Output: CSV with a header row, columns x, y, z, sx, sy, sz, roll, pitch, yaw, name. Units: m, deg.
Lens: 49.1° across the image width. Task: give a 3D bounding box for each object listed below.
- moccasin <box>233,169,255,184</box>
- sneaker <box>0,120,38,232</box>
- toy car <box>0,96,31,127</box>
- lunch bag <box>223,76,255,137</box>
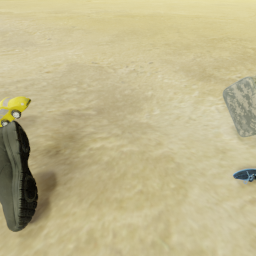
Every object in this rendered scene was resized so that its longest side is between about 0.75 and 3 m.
x,y,z,sx,sy,sz,roll,pitch,yaw,name
2.798,1.092,6.387,0.799,0.322,0.273,-5,56,-12,moccasin
-2.416,0.960,5.535,1.008,0.843,2.220,-16,63,-3,sneaker
-3.551,-0.059,7.229,2.381,0.531,2.241,-49,25,-8,toy car
3.615,-0.612,7.767,1.357,1.127,1.617,-14,78,-33,lunch bag
